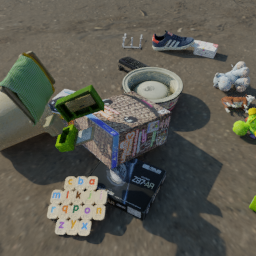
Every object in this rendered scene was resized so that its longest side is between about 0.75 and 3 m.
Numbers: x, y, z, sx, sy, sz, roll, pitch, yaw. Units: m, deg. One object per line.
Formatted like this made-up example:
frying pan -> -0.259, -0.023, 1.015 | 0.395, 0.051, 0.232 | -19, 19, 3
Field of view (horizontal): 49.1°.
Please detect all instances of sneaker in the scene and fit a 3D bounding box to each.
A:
sneaker -> 2.530, -5.051, 15.888 | 2.388, 1.009, 0.895 | -3, 42, 13

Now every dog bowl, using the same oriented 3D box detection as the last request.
dog bowl -> 1.083, -1.627, 12.660 | 2.700, 0.996, 2.700 | 0, 45, 0

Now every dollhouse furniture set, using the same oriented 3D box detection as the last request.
dollhouse furniture set -> -1.917, -0.859, 7.789 | 1.346, 2.682, 1.757 | -18, 41, 18

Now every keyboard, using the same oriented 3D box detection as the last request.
keyboard -> 0.324, -3.228, 14.874 | 2.152, 0.222, 1.367 | 33, 53, 30

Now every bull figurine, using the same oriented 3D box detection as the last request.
bull figurine -> 4.943, -1.088, 12.456 | 1.521, 0.495, 0.923 | -2, 44, -2

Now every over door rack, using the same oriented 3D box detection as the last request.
over door rack -> 0.266, -5.301, 16.797 | 1.133, 0.511, 1.534 | 5, 44, 4

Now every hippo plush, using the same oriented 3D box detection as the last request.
hippo plush -> 4.795, -2.447, 13.258 | 1.349, 1.337, 1.678 | -11, 46, -12

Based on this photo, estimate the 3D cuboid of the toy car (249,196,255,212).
toy car -> 4.761, 1.984, 8.356 | 1.469, 1.789, 1.411 | 29, 51, 26

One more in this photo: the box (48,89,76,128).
box -> -2.587, -0.960, 12.156 | 1.477, 0.515, 2.481 | 15, 40, 14

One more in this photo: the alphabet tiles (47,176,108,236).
alphabet tiles -> -1.574, 2.399, 8.752 | 1.869, 0.136, 1.828 | -3, 59, 13

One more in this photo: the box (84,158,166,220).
box -> -0.085, 1.810, 9.471 | 2.264, 0.493, 1.814 | 21, 48, 20

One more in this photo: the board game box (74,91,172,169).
board game box -> -0.209, -0.081, 10.279 | 2.786, 1.349, 2.221 | -22, 41, -37

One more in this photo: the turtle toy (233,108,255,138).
turtle toy -> 5.070, -0.096, 11.125 | 1.731, 0.875, 1.262 | -4, 69, -7

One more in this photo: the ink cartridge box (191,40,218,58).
ink cartridge box -> 4.293, -4.513, 15.986 | 1.450, 0.489, 0.844 | 19, 47, 19

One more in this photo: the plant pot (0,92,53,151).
plant pot -> -4.301, -0.434, 10.543 | 2.406, 2.629, 2.629 | -33, 52, -17
